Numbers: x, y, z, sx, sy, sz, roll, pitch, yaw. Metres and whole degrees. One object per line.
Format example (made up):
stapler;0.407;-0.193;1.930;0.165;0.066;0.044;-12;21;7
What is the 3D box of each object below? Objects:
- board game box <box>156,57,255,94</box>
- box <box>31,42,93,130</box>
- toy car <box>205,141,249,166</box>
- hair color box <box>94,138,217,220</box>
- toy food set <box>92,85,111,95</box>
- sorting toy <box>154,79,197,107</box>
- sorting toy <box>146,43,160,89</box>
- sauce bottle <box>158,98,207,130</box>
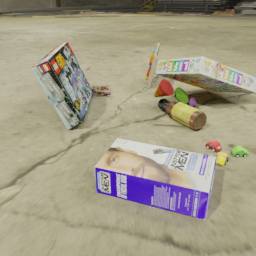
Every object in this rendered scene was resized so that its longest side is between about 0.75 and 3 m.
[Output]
board game box;2.653;-1.685;9.242;2.897;0.496;1.948;9;3;-34
box;-1.873;-1.440;8.687;0.567;1.945;2.841;-22;25;10
toy car;2.428;0.546;6.704;0.933;0.221;0.991;-1;27;-1
hair color box;0.551;0.904;5.479;2.131;0.691;1.165;8;30;19
toy food set;-1.004;-1.416;10.637;0.744;0.184;1.171;7;16;-7
sorting toy;1.434;-0.940;8.811;1.671;0.576;0.580;21;53;-35
sorting toy;0.972;-2.530;11.289;0.285;1.445;1.561;13;37;1
sauce bottle;1.545;-0.494;8.377;0.589;0.589;1.786;-14;30;-27
